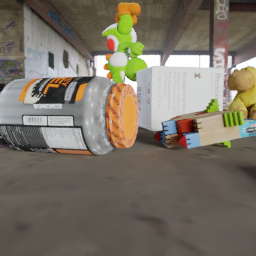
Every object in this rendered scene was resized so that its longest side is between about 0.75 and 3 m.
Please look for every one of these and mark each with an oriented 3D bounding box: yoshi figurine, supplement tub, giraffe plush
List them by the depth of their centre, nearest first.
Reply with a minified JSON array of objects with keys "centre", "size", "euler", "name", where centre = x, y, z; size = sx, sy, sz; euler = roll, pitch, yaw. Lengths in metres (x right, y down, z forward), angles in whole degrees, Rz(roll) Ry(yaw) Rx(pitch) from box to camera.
[{"centre":[-0.939,-0.206,4.596],"size":[2.063,1.264,1.264],"euler":[1,6,17],"name":"supplement tub"},{"centre":[4.071,-1.115,9.472],"size":[2.225,2.091,2.578],"euler":[4,7,33],"name":"giraffe plush"},{"centre":[0.127,-2.757,9.810],"size":[1.577,2.816,1.583],"euler":[0,-6,42],"name":"yoshi figurine"}]

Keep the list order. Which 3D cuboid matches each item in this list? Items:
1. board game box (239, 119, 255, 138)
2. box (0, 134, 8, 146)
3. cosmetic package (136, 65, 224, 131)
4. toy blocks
[{"centre":[2.705,-0.024,7.223],"size":[1.567,0.368,1.183],"euler":[-4,7,-37],"name":"board game box"},{"centre":[-3.007,0.151,5.483],"size":[1.519,0.384,2.125],"euler":[3,5,31],"name":"box"},{"centre":[1.501,-0.906,8.686],"size":[2.199,1.840,1.829],"euler":[-1,6,-13],"name":"cosmetic package"},{"centre":[1.178,0.015,5.296],"size":[1.250,0.914,1.829],"euler":[-12,6,-4],"name":"toy blocks"}]
